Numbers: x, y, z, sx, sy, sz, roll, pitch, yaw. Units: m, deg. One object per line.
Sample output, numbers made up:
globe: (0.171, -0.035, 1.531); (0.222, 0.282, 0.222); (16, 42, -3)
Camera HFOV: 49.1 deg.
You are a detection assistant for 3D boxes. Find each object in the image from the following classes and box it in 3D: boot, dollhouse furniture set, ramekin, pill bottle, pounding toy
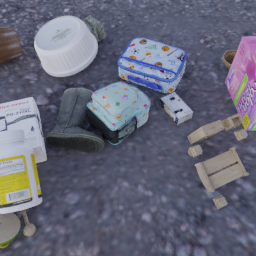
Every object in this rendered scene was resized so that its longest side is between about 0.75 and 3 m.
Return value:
boot: (-1.705, -0.376, 10.459); (2.291, 0.914, 2.520); (10, 47, 8)
dollhouse furniture set: (3.208, 1.110, 9.543); (2.174, 1.244, 2.549); (-20, 79, -13)
ramekin: (-2.781, -3.678, 12.229); (2.749, 1.280, 2.749); (-8, 57, 12)
pill bottle: (-3.336, 1.230, 8.219); (1.256, 1.256, 2.257); (-11, 85, -8)
pounding toy: (-3.595, 2.988, 8.044); (1.557, 0.722, 1.202); (-6, 34, -42)

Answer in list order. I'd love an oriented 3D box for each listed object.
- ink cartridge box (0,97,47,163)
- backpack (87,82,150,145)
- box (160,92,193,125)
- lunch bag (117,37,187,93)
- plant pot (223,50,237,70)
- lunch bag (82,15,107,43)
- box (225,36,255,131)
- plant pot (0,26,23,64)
ink cartridge box: (-3.942, 0.176, 9.865); (1.693, 0.986, 2.338); (-14, 54, -11)
backpack: (-0.248, -0.718, 10.209); (2.099, 1.609, 1.845); (-28, 53, -30)
box: (1.887, -0.783, 10.982); (0.724, 0.373, 1.241); (-23, 57, -17)
lunch bag: (1.079, -2.678, 12.021); (2.826, 1.068, 2.265); (20, 57, 16)
plant pot: (4.787, -2.908, 12.494); (1.180, 0.545, 1.180); (0, 52, 1)
lunch bag: (-1.841, -4.732, 13.707); (1.094, 0.909, 1.304); (-40, 61, -8)
box: (4.893, -1.658, 10.407); (1.282, 2.333, 2.652); (-5, 54, -4)
plant pot: (-5.782, -3.624, 12.401); (1.782, 1.800, 1.800); (-25, 56, -27)
